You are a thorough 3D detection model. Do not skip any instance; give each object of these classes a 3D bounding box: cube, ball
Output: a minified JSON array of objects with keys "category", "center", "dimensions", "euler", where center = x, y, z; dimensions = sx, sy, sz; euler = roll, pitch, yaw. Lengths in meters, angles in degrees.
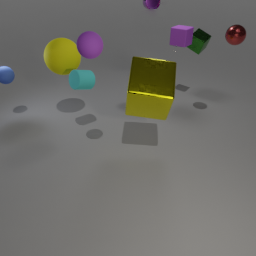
[{"category":"cube","center":[2.185,-3.750,11.422],"dimensions":[0.700,0.700,0.700],"euler":[20,36,29]},{"category":"ball","center":[-2.532,-2.762,10.849],"dimensions":[1.400,1.400,1.400],"euler":[0,31,0]},{"category":"ball","center":[-0.999,-2.176,7.355],"dimensions":[0.700,0.700,0.700],"euler":[0,31,0]},{"category":"cube","center":[3.179,-3.892,12.592],"dimensions":[0.700,0.700,0.700],"euler":[38,60,14]},{"category":"ball","center":[3.806,-3.286,9.898],"dimensions":[0.700,0.700,0.700],"euler":[0,31,0]},{"category":"cube","center":[0.708,-1.245,9.022],"dimensions":[1.400,1.400,1.400],"euler":[8,64,0]},{"category":"ball","center":[-4.905,-2.105,11.183],"dimensions":[0.700,0.700,0.700],"euler":[0,31,0]}]

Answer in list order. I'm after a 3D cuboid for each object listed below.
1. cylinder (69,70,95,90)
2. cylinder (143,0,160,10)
[{"category":"cylinder","center":[-1.661,-1.739,10.117],"dimensions":[0.700,0.700,0.700],"euler":[28,25,38]},{"category":"cylinder","center":[1.099,-5.931,13.149],"dimensions":[0.700,0.700,0.700],"euler":[-5,26,-8]}]
